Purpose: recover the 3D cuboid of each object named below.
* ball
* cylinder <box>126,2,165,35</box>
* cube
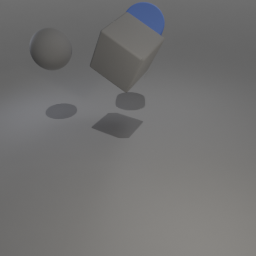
[{"bbox_3d":[-2.611,-2.675,9.530,1.400,1.400,1.400,0,30,0],"label":"ball"},{"bbox_3d":[0.510,-3.510,10.027,1.400,1.400,1.400,-1,-2,-2],"label":"cylinder"},{"bbox_3d":[-0.045,-2.209,8.212,1.400,1.400,1.400,36,52,3],"label":"cube"}]
